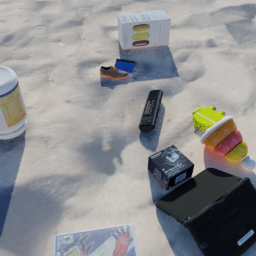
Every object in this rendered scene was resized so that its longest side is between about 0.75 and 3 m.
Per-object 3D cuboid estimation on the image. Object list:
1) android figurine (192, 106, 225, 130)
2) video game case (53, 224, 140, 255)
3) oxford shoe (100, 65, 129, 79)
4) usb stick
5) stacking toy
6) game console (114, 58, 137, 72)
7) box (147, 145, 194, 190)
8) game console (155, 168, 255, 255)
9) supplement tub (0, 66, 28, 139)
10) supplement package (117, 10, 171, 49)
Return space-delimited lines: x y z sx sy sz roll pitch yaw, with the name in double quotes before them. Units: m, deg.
"android figurine" 2.985 -0.361 10.457 1.383 0.284 1.259 -33 53 -31
"video game case" -0.678 3.418 6.432 2.065 0.260 2.267 -6 43 -7
"oxford shoe" -0.629 -2.521 12.613 1.333 0.486 0.475 5 43 6
"usb stick" 0.901 -0.712 10.705 0.646 0.380 2.330 -5 40 22
"stacking toy" 3.346 0.644 8.990 1.319 1.319 1.806 -27 68 -26
"game console" -0.119 -2.990 13.410 0.939 0.555 0.801 12 13 12
"box" 1.292 1.185 8.576 1.007 0.601 1.024 -23 46 -23
"game console" 2.343 2.311 7.646 2.344 1.364 2.062 -26 79 -25
"supplement tub" -4.361 -0.828 9.570 1.567 2.166 1.567 1 43 -1
"supplement package" 0.799 -5.187 14.756 2.545 1.448 1.394 -9 42 -8
